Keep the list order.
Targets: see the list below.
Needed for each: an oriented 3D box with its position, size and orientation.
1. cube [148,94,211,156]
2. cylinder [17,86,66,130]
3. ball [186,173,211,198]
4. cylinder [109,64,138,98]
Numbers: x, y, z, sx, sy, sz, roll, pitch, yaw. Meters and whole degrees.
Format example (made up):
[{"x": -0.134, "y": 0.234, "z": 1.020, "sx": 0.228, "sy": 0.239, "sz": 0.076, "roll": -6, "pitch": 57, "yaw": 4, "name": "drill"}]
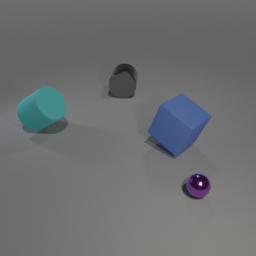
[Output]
[{"x": 1.833, "y": -0.142, "z": 10.078, "sx": 1.400, "sy": 1.400, "sz": 1.400, "roll": 42, "pitch": 44, "yaw": 21, "name": "cube"}, {"x": -3.449, "y": -0.766, "z": 11.235, "sx": 1.400, "sy": 1.400, "sz": 1.400, "roll": -22, "pitch": 16, "yaw": 36, "name": "cylinder"}, {"x": 2.084, "y": 1.697, "z": 8.272, "sx": 0.700, "sy": 0.700, "sz": 0.700, "roll": 0, "pitch": 31, "yaw": 0, "name": "ball"}, {"x": -0.224, "y": -2.482, "z": 14.625, "sx": 1.400, "sy": 1.400, "sz": 1.400, "roll": 2, "pitch": 31, "yaw": 4, "name": "cylinder"}]
